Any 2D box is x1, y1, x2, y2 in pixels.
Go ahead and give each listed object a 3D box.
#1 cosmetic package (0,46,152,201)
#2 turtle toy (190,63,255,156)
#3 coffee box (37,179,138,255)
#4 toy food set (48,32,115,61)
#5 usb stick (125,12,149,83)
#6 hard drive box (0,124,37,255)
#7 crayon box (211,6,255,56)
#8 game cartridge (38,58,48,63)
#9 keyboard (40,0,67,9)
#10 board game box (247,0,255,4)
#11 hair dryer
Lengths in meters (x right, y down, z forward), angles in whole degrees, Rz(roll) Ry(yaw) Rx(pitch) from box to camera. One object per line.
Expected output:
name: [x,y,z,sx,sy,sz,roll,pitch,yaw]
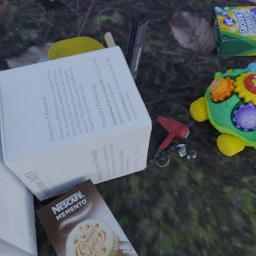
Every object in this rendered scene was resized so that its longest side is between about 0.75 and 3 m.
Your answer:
cosmetic package: [-1.049,-0.056,5.862,2.472,2.068,2.056,-15,61,-8]
turtle toy: [2.957,-0.366,6.414,2.107,1.461,2.891,-26,62,-15]
coffee box: [-0.659,2.206,5.192,1.207,0.841,2.110,-30,63,-17]
toy food set: [-1.226,-1.795,7.723,2.110,0.689,1.242,-23,82,-32]
usb stick: [0.134,-1.824,6.922,0.344,2.112,0.586,22,53,6]
hard drive box: [-2.512,1.068,4.743,1.078,2.807,2.187,-13,58,-8]
crayon box: [3.911,-2.948,8.441,2.498,0.644,1.571,0,57,2]
game cartridge: [-2.042,-1.202,7.615,1.220,0.370,1.830,-1,58,4]
keyboard: [-2.706,-4.317,9.661,1.189,0.236,0.619,36,42,21]
board game box: [4.658,-4.866,9.831,1.768,0.396,1.189,31,63,18]
hair dryer: [1.011,0.223,6.712,0.997,0.356,1.309,-12,58,-6]
